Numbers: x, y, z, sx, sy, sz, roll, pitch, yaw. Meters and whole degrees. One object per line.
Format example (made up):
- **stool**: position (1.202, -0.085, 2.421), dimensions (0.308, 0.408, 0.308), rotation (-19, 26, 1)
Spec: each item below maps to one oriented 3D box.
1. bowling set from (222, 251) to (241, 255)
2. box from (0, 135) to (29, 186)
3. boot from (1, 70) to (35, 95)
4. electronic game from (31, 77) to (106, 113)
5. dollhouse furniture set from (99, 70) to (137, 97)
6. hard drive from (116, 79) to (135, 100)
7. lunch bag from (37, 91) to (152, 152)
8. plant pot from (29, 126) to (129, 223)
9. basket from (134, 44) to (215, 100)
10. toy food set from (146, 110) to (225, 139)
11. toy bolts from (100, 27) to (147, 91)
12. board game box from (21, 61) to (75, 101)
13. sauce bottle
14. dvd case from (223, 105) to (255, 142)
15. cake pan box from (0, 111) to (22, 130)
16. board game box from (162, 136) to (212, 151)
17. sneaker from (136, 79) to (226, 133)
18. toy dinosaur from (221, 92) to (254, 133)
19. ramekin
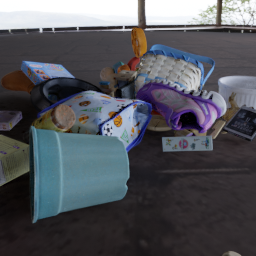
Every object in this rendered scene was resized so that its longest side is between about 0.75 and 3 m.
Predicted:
- **bowling set**: position (1.883, 2.150, 3.244), dimensions (1.154, 0.890, 1.658), rotation (5, 14, -40)
- **box**: position (-3.080, 0.776, 6.342), dimensions (1.174, 0.645, 1.335), rotation (14, 26, 32)
- **boot**: position (-4.133, -1.756, 11.859), dimensions (2.558, 0.943, 1.979), rotation (-6, 29, -13)
- **electronic game**: position (-1.914, -0.974, 9.790), dimensions (2.833, 0.590, 2.833), rotation (13, 34, -9)
- **dollhouse furniture set**: position (-0.652, -1.571, 11.047), dimensions (1.750, 1.233, 1.226), rotation (7, 24, 14)
- **hard drive**: position (0.009, -1.067, 10.088), dimensions (0.251, 1.066, 1.528), rotation (10, 25, 23)
- **lunch bag**: position (-0.728, -0.164, 7.519), dimensions (2.060, 1.501, 2.423), rotation (12, 34, 26)
- **plant pot**: position (-0.956, 0.800, 5.278), dimensions (1.664, 1.699, 1.699), rotation (-1, 22, -21)
- **basket**: position (1.547, -1.931, 10.247), dimensions (2.567, 2.025, 2.912), rotation (21, 59, 19)
- **toy food set**: position (1.521, -0.073, 8.551), dimensions (2.528, 0.398, 1.607), rotation (14, 31, 28)
- **toy bolts**: position (-0.283, -2.921, 12.916), dimensions (2.031, 2.797, 2.928), rotation (-13, 7, -10)
- **board game box**: position (-2.958, -1.936, 11.472), dimensions (1.853, 0.448, 2.450), rotation (-6, 41, -46)
- **sauce bottle**: position (-1.725, 0.001, 5.859), dimensions (1.608, 0.531, 0.531), rotation (-24, 4, 40)
- **dvd case**: position (3.599, -0.163, 8.498), dimensions (0.908, 0.149, 1.208), rotation (26, 58, 38)
- **cake pan box**: position (-4.262, -0.262, 9.207), dimensions (1.188, 0.311, 1.095), rotation (0, 21, 0)
- **board game box**: position (1.391, 0.363, 6.487), dimensions (1.077, 0.346, 0.795), rotation (-4, -5, 16)
- **sneaker**: position (1.294, -0.560, 7.958), dimensions (2.686, 1.080, 1.187), rotation (17, 61, 30)
- **toy dinosaur**: position (3.510, -0.320, 9.088), dimensions (0.966, 0.556, 1.910), rotation (12, 53, 16)
- **ramekin**: position (4.424, -1.220, 10.474), dimensions (2.142, 1.044, 2.142), rotation (1, 23, 0)
